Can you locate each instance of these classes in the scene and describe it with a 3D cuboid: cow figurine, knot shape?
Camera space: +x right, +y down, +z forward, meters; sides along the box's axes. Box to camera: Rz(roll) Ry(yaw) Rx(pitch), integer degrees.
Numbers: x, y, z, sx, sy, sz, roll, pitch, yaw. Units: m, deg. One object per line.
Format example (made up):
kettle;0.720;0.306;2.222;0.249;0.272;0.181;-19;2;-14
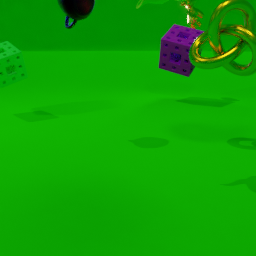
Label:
cow figurine;2.553;-4.649;11.244;0.614;1.101;1.119;-31;-20;-6
knot shape;2.184;-1.958;5.999;1.635;1.530;0.756;18;19;23

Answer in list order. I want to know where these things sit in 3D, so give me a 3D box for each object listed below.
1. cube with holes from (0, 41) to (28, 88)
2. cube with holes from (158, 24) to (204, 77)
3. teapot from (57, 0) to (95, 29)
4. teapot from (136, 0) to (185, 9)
cube with holes;-3.939;-2.032;8.917;0.939;0.939;0.939;-32;54;-31
cube with holes;2.124;-3.082;11.121;1.318;1.318;1.318;21;51;19
teapot;-1.158;-2.856;6.082;0.675;1.378;0.857;26;20;34
teapot;0.685;-2.255;3.832;0.757;1.547;0.962;-3;53;-44
